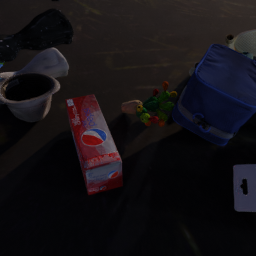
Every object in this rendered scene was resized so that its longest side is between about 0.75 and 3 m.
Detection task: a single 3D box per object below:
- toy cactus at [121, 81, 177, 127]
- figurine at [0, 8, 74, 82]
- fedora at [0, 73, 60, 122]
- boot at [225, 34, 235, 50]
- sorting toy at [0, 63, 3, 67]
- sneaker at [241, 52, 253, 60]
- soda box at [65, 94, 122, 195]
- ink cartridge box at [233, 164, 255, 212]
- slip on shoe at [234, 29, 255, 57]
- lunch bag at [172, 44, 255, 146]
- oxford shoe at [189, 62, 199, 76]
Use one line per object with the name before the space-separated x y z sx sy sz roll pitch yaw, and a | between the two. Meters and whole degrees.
toy cactus | 0.496 -0.624 7.624 1.469 0.910 1.780 0 37 26
figurine | -2.982 -2.030 8.237 2.441 2.501 1.077 -32 75 -30
fedora | -2.732 -0.784 7.754 1.760 0.898 1.990 -22 39 -26
boot | 3.845 -3.180 10.555 0.365 0.780 1.004 9 42 24
sorting toy | -4.408 -1.797 8.346 1.437 0.196 0.809 -2 37 1
sneaker | 3.981 -2.026 9.276 0.475 0.762 1.292 -4 43 -7
soda box | -0.853 0.278 6.569 0.787 0.869 2.481 -12 43 -13
ink cartridge box | 3.087 1.343 5.307 2.046 0.690 1.192 0 41 20
slip on shoe | 5.259 -3.287 10.690 2.718 1.007 0.832 -8 20 -9
lunch bag | 2.284 -0.758 7.196 1.710 1.665 2.516 31 47 9
oxford shoe | 2.754 -1.698 9.127 1.669 0.482 0.628 33 48 29
